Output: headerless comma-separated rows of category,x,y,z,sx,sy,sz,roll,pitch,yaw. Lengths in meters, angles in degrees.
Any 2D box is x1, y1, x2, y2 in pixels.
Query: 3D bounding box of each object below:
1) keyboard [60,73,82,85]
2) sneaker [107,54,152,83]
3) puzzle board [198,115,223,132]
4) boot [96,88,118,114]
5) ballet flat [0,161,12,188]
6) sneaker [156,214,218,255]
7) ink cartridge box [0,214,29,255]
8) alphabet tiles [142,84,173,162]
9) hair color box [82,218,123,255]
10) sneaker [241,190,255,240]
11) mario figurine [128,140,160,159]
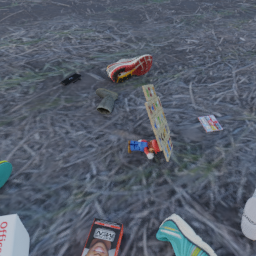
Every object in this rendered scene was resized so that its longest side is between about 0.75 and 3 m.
keyboard,-2.694,-2.344,13.631,0.695,0.113,1.093,22,47,32
sneaker,0.114,-3.136,13.851,2.557,0.995,1.051,-22,45,-23
puzzle board,3.306,-0.195,11.260,0.688,0.079,0.913,-8,42,-9
boot,-1.079,-1.151,12.122,1.143,0.456,1.258,12,50,16
ballet flat,-4.506,1.879,8.502,0.783,0.780,2.335,0,42,22
sneaker,1.659,3.243,7.061,0.912,0.887,2.289,-41,49,-12
ink cartridge box,-3.963,3.360,6.443,2.922,1.209,2.140,-7,42,-8
alphabet tiles,1.031,-0.269,9.207,0.091,2.396,2.879,-18,5,15
hair color box,-0.699,3.201,7.163,0.822,0.496,1.620,9,43,8
sneaker,4.090,2.068,8.150,0.947,1.449,2.521,26,82,27
mario figurine,0.598,0.754,9.988,1.180,0.625,0.728,2,79,5
